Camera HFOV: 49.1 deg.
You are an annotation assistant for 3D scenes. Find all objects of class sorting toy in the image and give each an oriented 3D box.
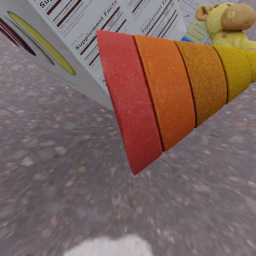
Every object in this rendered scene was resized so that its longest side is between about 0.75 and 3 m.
[{"bbox_3d":[0.418,-0.356,2.710,0.971,0.977,2.819,-15,4,5],"label":"sorting toy"}]

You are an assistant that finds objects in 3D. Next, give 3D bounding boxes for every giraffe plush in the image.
[{"bbox_3d":[1.740,-1.503,4.679,1.511,1.225,1.303,0,8,40],"label":"giraffe plush"}]

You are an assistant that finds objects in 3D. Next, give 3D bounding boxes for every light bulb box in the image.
[{"bbox_3d":[1.029,-3.547,6.745,2.827,2.852,1.780,22,37,-27],"label":"light bulb box"}]

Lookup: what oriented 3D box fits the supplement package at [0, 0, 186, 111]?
[{"bbox_3d":[-0.857,-1.896,4.099,2.418,2.529,1.860,30,81,32],"label":"supplement package"}]
